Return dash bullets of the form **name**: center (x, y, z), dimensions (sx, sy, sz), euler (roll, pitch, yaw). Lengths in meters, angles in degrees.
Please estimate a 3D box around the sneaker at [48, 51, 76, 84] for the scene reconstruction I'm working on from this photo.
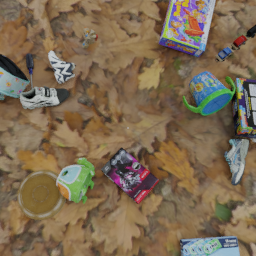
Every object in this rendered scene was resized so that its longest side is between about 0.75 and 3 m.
- **sneaker**: center (-2.814, -2.770, 12.232), dimensions (0.997, 0.612, 1.533), euler (-20, 74, -7)

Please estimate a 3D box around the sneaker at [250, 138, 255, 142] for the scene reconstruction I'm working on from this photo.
- **sneaker**: center (4.839, 0.089, 11.447), dimensions (0.499, 0.429, 1.178), euler (-12, 62, -6)

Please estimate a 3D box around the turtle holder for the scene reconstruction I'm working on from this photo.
- **turtle holder**: center (-1.892, 1.854, 10.427), dimensions (1.204, 1.288, 1.696), euler (19, 74, 6)

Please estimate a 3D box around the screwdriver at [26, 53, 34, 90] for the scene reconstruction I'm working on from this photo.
- **screwdriver**: center (-4.234, -2.164, 12.292), dimensions (0.328, 0.342, 2.348), euler (-9, 82, -1)

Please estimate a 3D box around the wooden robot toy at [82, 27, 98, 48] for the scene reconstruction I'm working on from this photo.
- **wooden robot toy**: center (-1.713, -4.070, 12.212), dimensions (0.618, 1.403, 0.637), euler (-16, 84, -21)

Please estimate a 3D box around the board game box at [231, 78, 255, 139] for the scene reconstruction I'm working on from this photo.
- **board game box**: center (5.358, -0.761, 11.300), dimensions (2.079, 0.713, 2.515), euler (8, 60, 1)

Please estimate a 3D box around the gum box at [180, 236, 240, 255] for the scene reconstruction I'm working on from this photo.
- **gum box**: center (2.966, 5.100, 9.804), dimensions (1.992, 0.522, 2.344), euler (-3, 73, -1)

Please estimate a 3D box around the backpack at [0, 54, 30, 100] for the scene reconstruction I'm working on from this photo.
- **backpack**: center (-5.236, -2.083, 11.369), dimensions (2.186, 1.921, 1.676), euler (31, 92, 9)

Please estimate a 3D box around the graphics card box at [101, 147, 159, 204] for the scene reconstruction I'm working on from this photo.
- **graphics card box**: center (0.068, 1.833, 10.849), dimensions (1.959, 0.498, 1.229), euler (41, 77, 13)

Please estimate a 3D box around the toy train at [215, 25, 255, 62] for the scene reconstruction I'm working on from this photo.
- **toy train**: center (4.634, -3.559, 11.698), dimensions (2.372, 0.543, 0.405), euler (-39, 80, 2)

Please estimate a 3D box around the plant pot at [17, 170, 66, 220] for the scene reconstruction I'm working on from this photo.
- **plant pot**: center (-3.328, 2.536, 10.755), dimensions (1.917, 0.263, 1.917), euler (0, 73, 0)

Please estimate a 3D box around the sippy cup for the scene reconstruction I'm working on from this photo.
- **sippy cup**: center (3.263, -1.491, 11.487), dimensions (1.918, 1.506, 1.405), euler (-6, 57, -36)

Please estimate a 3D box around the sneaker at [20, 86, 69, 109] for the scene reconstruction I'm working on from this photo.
- **sneaker**: center (-3.460, -1.348, 11.592), dimensions (1.991, 0.881, 0.737), euler (-16, 62, -13)

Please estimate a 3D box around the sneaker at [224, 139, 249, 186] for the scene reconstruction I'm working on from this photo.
- **sneaker**: center (4.186, 1.313, 11.011), dimensions (0.821, 0.739, 1.903), euler (10, 70, 23)

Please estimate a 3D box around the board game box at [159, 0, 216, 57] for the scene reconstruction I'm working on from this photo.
- **board game box**: center (2.694, -4.882, 12.597), dimensions (1.951, 0.650, 2.902), euler (16, 77, -6)
